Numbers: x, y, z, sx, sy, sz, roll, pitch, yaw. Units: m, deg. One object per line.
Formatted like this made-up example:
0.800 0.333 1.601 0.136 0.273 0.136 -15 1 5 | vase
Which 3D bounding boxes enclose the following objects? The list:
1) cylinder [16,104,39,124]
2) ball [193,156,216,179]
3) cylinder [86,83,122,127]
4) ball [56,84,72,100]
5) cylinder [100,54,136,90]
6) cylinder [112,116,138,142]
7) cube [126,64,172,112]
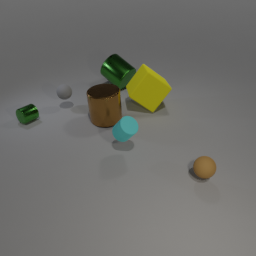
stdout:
-4.341 -0.611 12.093 0.700 0.700 0.700 21 37 31 | cylinder
2.384 1.220 8.706 0.700 0.700 0.700 0 31 0 | ball
-0.984 -0.978 11.918 1.400 1.400 1.400 -3 34 2 | cylinder
-2.910 -1.647 12.808 0.700 0.700 0.700 0 31 0 | ball
-0.516 -3.008 15.005 1.400 1.400 1.400 41 45 15 | cylinder
-0.098 0.039 9.718 0.700 0.700 0.700 13 60 -24 | cylinder
0.921 -1.853 12.907 1.400 1.400 1.400 31 20 -21 | cube
